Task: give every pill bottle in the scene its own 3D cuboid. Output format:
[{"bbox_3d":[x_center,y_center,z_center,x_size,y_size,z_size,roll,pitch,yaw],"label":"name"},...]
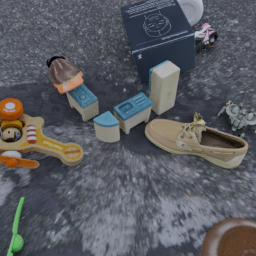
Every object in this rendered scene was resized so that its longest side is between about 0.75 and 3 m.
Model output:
[{"bbox_3d":[2.440,-5.852,12.529,1.540,1.540,2.779,2,52,2],"label":"pill bottle"}]

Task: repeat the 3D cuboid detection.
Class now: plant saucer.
[{"bbox_3d":[2.752,3.030,6.333,2.138,0.391,2.138,0,51,1],"label":"plant saucer"}]

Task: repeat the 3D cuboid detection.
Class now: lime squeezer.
[{"bbox_3d":[-2.368,2.760,6.489,0.919,0.491,2.602,-29,57,-21],"label":"lime squeezer"}]

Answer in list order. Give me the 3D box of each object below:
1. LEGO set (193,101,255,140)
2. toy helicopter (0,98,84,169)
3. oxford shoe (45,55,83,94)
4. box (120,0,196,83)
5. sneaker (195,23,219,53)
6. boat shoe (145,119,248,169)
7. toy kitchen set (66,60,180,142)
[{"bbox_3d":[3.239,-0.323,8.778,2.292,0.650,1.489,-17,54,-13],"label":"LEGO set"},{"bbox_3d":[-2.703,0.480,7.942,2.892,1.141,1.913,19,47,-1],"label":"toy helicopter"},{"bbox_3d":[-2.105,-1.911,9.087,1.021,1.044,2.865,-32,22,-9],"label":"oxford shoe"},{"bbox_3d":[1.066,-3.361,10.335,2.119,1.528,2.854,-14,52,5],"label":"box"},{"bbox_3d":[3.015,-3.451,11.182,0.857,0.798,1.986,35,65,12],"label":"sneaker"},{"bbox_3d":[1.929,0.229,8.153,2.927,0.944,1.043,17,54,13],"label":"boat shoe"},{"bbox_3d":[-0.235,-1.258,8.858,2.828,1.666,2.265,-31,58,-22],"label":"toy kitchen set"}]
